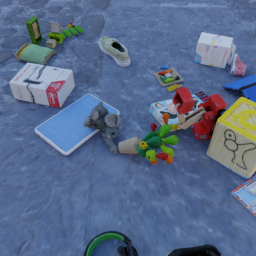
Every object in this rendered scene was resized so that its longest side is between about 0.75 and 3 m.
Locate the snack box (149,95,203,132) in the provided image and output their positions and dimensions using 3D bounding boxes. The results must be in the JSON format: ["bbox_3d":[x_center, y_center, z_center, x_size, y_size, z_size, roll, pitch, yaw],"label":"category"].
[{"bbox_3d":[1.928,-0.574,9.989,2.053,0.381,1.193,-15,47,-28],"label":"snack box"}]

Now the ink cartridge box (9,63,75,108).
[{"bbox_3d":[-3.334,-1.711,11.006,2.010,0.841,1.450,11,47,10],"label":"ink cartridge box"}]

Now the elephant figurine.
[{"bbox_3d":[-0.680,-0.035,9.419,1.473,1.143,1.042,34,7,-1],"label":"elephant figurine"}]

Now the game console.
[{"bbox_3d":[5.033,-1.433,11.210,1.822,1.078,1.555,-20,81,-18],"label":"game console"}]

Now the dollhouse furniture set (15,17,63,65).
[{"bbox_3d":[-4.190,-4.109,13.100,1.495,1.145,2.282,11,47,10],"label":"dollhouse furniture set"}]

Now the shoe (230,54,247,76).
[{"bbox_3d":[4.883,-2.758,12.314,0.586,0.460,1.288,14,53,11],"label":"shoe"}]

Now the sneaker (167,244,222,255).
[{"bbox_3d":[1.999,3.204,6.012,2.793,1.222,1.030,8,47,8],"label":"sneaker"}]

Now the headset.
[{"bbox_3d":[-0.231,3.096,6.330,1.216,0.925,1.970,-32,43,-26],"label":"headset"}]

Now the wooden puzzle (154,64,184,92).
[{"bbox_3d":[1.748,-2.185,11.917,1.136,0.197,1.684,-19,49,-18],"label":"wooden puzzle"}]

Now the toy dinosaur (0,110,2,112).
[{"bbox_3d":[-5.307,-0.809,10.535,1.266,0.300,0.558,1,61,0],"label":"toy dinosaur"}]

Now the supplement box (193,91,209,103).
[{"bbox_3d":[2.909,-1.014,10.733,0.480,0.269,0.883,-21,50,-21],"label":"supplement box"}]

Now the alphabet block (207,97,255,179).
[{"bbox_3d":[3.564,0.292,8.557,1.548,1.585,1.557,33,54,27],"label":"alphabet block"}]

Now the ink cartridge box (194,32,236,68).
[{"bbox_3d":[3.921,-3.470,12.568,1.617,1.039,1.012,16,48,13],"label":"ink cartridge box"}]

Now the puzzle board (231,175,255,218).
[{"bbox_3d":[4.756,1.914,7.940,2.897,0.252,2.183,-25,51,-22],"label":"puzzle board"}]

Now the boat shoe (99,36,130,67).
[{"bbox_3d":[-0.599,-3.762,13.040,0.872,0.752,2.424,-25,51,-22],"label":"boat shoe"}]

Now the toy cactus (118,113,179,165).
[{"bbox_3d":[0.597,0.421,8.706,1.898,1.176,2.300,-10,27,19],"label":"toy cactus"}]

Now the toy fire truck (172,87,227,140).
[{"bbox_3d":[2.151,-0.360,8.705,1.642,2.329,0.568,-14,54,-10],"label":"toy fire truck"}]

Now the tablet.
[{"bbox_3d":[-1.769,-0.234,10.035,1.735,0.182,2.666,32,53,26],"label":"tablet"}]

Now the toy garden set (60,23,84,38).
[{"bbox_3d":[-3.135,-5.054,14.655,1.281,0.256,1.068,-28,54,-24],"label":"toy garden set"}]
